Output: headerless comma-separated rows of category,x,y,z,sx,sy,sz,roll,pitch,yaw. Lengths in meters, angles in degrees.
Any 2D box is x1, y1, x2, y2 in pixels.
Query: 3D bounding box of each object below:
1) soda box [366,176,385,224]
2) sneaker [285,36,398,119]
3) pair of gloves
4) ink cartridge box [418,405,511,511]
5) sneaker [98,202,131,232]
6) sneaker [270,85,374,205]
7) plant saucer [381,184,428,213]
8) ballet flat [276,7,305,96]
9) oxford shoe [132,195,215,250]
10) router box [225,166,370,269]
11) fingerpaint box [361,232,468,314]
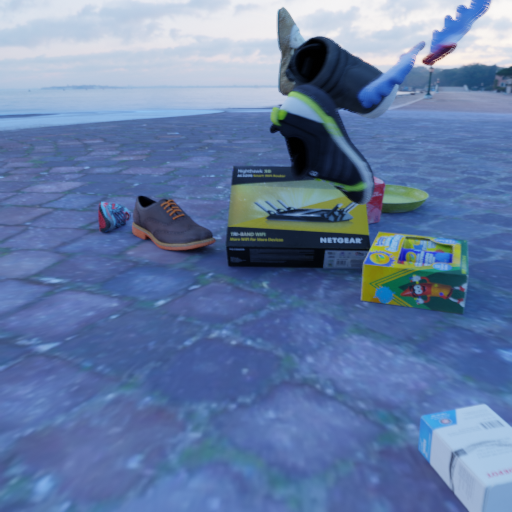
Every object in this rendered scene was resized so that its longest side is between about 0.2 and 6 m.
soda box,1.505,-1.210,13.058,3.110,1.089,0.986,-11,31,-28
sneaker,1.088,-3.265,10.047,1.522,1.085,3.069,23,8,-28
pair of gloves,2.350,-2.919,8.076,2.074,0.236,1.667,-25,22,50
ink cartridge box,2.093,1.877,5.159,0.744,0.429,1.026,-5,19,-14
sneaker,-3.346,-0.988,13.271,0.753,0.626,1.577,-3,19,-13
sneaker,0.936,-1.489,8.639,1.027,2.480,0.889,-48,40,-8
plant saucer,3.477,-1.562,15.338,2.362,0.367,2.362,1,19,0
ballet flat,0.801,-4.410,12.174,0.619,1.895,0.668,11,42,19
oxford shoe,-1.867,-0.728,12.017,2.541,0.922,0.904,16,25,39
router box,0.801,-0.791,10.977,2.674,0.698,2.102,1,53,2
fingerpaint box,2.757,0.208,9.621,1.613,0.709,1.934,7,20,19
